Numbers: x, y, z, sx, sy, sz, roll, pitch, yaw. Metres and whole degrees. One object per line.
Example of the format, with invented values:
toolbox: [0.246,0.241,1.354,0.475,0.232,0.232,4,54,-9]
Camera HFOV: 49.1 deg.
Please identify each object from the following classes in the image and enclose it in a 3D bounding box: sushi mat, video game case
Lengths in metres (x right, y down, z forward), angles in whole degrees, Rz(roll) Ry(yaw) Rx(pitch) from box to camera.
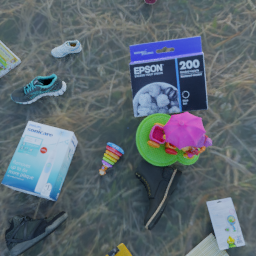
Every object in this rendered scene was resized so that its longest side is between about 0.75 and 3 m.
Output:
sushi mat: [2.382,4.826,9.561,2.410,0.146,1.153,-35,71,-13]
video game case: [-6.362,-3.087,12.733,2.238,0.256,2.037,42,74,16]

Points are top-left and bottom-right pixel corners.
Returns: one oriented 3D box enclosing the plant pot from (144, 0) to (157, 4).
plant pot: [1.142,-6.698,13.900,0.950,0.950,0.850,4,84,2]

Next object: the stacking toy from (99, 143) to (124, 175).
stacking toy: [-0.743,1.248,10.825,0.737,0.697,1.270,30,83,9]

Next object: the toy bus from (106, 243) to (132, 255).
toy bus: [-0.948,4.880,9.066,2.553,0.999,0.831,-36,71,-13]

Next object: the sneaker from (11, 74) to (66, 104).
sneaker: [-3.832,-1.744,11.744,2.317,1.057,0.899,-18,69,-7]

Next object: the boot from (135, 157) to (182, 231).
boot: [0.734,2.287,10.278,1.690,0.946,2.443,26,57,15]

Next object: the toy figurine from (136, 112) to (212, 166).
toy figurine: [1.881,0.402,9.535,2.681,2.468,2.013,25,76,-11]

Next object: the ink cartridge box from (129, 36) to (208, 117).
ink cartridge box: [1.569,-2.041,11.117,2.935,0.643,2.963,-6,93,10]

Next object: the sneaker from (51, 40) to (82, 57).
sneaker: [-2.847,-3.663,12.799,1.383,0.559,0.529,-19,71,-7]

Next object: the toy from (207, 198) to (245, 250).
toy: [3.435,3.408,10.008,0.938,0.385,1.630,-8,65,-6]

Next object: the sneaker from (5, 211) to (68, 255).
sneaker: [-3.272,3.335,9.776,2.249,0.860,1.288,-31,78,-6]

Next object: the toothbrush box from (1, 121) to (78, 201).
toothbrush box: [-3.205,1.227,10.525,1.843,1.074,2.517,15,67,6]
